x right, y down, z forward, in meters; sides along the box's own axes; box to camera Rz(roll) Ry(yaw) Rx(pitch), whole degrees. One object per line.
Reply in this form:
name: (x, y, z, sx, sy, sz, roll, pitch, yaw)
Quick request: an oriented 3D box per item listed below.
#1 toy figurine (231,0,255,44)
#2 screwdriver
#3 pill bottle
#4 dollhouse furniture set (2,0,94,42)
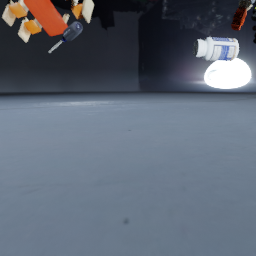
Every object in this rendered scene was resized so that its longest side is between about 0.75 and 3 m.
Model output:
toy figurine: (2.152, -1.772, 4.413, 0.812, 0.565, 0.799, 24, -2, -14)
screwdriver: (-0.997, -1.304, 4.281, 0.185, 0.193, 1.327, -46, 17, -25)
pill bottle: (3.354, -3.034, 10.809, 1.559, 0.865, 0.865, 1, 9, -8)
dollhouse furniture set: (-1.985, -2.755, 6.122, 1.873, 0.965, 1.853, -8, -32, 20)
